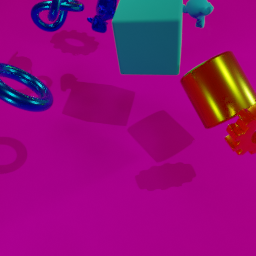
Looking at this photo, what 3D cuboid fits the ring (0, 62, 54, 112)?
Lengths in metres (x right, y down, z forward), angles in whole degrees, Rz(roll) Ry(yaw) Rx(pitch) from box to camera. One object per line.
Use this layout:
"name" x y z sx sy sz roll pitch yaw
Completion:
"ring" -1.978 -0.751 5.106 1.325 1.325 0.265 45 110 23

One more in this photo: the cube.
"cube" 0.513 -2.152 6.349 1.367 1.367 1.367 3 50 11

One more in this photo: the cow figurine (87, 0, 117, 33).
"cow figurine" -0.601 -2.893 6.883 0.581 1.059 1.042 5 15 -25

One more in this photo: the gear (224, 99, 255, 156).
"gear" 2.461 -0.076 4.999 1.467 1.467 0.271 -17 52 -11

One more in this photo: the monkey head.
"monkey head" 1.969 -3.251 7.921 0.670 0.800 1.112 -17 33 -40

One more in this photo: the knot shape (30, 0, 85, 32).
"knot shape" -1.552 -2.777 6.499 1.173 1.253 0.579 -37 99 -40

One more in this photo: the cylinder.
"cylinder" 2.041 -0.831 6.316 1.307 1.307 1.307 -26 85 -15
